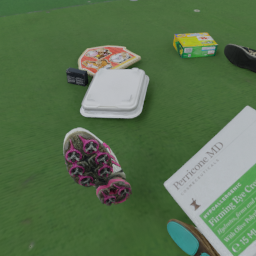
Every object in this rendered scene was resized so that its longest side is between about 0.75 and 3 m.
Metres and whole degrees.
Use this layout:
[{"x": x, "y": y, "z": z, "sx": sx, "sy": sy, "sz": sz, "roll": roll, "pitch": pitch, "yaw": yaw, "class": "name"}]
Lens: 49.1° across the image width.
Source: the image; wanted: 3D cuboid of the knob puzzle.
[{"x": -1.049, "y": -3.000, "z": 11.748, "sx": 2.683, "sy": 0.372, "sz": 2.683, "roll": -5, "pitch": 43, "yaw": 4, "class": "knob puzzle"}]

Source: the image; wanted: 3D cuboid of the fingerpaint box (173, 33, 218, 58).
[{"x": 2.992, "y": -3.727, "z": 12.598, "sx": 1.587, "sy": 0.582, "sz": 1.324, "roll": -6, "pitch": 42, "yaw": -7, "class": "fingerpaint box"}]

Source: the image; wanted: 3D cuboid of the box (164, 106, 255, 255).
[{"x": 2.298, "y": 1.248, "z": 5.159, "sx": 2.157, "sy": 2.168, "sz": 1.857, "roll": -44, "pitch": 48, "yaw": 3, "class": "box"}]

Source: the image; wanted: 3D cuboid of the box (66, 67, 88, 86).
[{"x": -1.911, "y": -1.930, "z": 10.570, "sx": 0.769, "sy": 0.542, "sz": 0.303, "roll": 14, "pitch": 44, "yaw": 15, "class": "box"}]

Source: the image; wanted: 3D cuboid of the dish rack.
[{"x": -0.439, "y": -1.335, "z": 9.555, "sx": 2.093, "sy": 0.531, "sz": 2.439, "roll": 3, "pitch": 46, "yaw": 12, "class": "dish rack"}]

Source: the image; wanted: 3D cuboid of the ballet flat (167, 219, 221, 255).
[{"x": 1.542, "y": 2.401, "z": 5.676, "sx": 1.635, "sy": 0.554, "sz": 0.591, "roll": 35, "pitch": 31, "yaw": 33, "class": "ballet flat"}]

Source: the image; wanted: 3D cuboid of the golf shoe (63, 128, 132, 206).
[{"x": -0.653, "y": 0.655, "z": 5.397, "sx": 0.803, "sy": 2.213, "sz": 1.019, "roll": -26, "pitch": 48, "yaw": -1, "class": "golf shoe"}]

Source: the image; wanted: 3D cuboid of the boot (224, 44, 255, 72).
[{"x": 5.273, "y": -3.061, "z": 11.728, "sx": 2.121, "sy": 0.766, "sz": 1.602, "roll": 36, "pitch": 50, "yaw": 27, "class": "boot"}]
